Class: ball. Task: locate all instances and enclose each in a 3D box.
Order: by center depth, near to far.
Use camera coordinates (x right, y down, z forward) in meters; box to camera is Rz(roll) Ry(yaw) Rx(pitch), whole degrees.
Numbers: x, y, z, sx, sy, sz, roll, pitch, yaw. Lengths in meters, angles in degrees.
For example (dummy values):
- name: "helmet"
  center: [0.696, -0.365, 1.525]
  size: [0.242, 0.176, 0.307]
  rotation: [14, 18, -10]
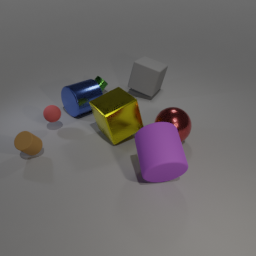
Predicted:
- name: "ball"
  center: [1.682, -0.092, 10.553]
  size: [1.400, 1.400, 1.400]
  rotation: [0, 31, 0]
- name: "ball"
  center: [-3.044, -0.576, 11.253]
  size: [0.700, 0.700, 0.700]
  rotation: [0, 31, 0]

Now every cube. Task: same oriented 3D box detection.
- name: "cube"
  center: [-0.437, -0.502, 10.806]
  size: [1.400, 1.400, 1.400]
  rotation: [-29, 39, -16]
- name: "cube"
  center: [1.008, -2.643, 14.235]
  size: [1.400, 1.400, 1.400]
  rotation: [25, 32, 13]

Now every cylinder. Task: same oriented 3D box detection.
- name: "cylinder"
  center: [1.002, 0.762, 8.663]
  size: [1.400, 1.400, 1.400]
  rotation: [-5, 56, -9]
- name: "cylinder"
  center: [-3.457, 0.537, 9.745]
  size: [0.700, 0.700, 0.700]
  rotation: [-5, 68, 13]
- name: "cylinder"
  center: [-2.074, -1.379, 12.693]
  size: [1.400, 1.400, 1.400]
  rotation: [-25, 39, -36]
- name: "cylinder"
  center: [-1.514, -2.221, 14.489]
  size: [0.700, 0.700, 0.700]
  rotation: [-52, 45, 0]
